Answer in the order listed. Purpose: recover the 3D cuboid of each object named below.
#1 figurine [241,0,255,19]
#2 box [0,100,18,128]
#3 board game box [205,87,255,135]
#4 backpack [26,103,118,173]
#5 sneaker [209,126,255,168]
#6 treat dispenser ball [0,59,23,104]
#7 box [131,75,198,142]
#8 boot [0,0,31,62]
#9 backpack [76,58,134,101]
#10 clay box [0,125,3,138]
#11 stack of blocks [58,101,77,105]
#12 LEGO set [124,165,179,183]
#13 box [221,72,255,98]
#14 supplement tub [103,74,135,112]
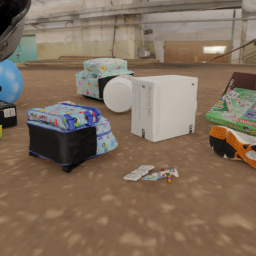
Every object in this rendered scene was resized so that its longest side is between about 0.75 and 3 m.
[{"bbox_3d":[4.057,-3.726,7.625,1.696,1.738,0.748,7,-27,22],"label":"figurine"},{"bbox_3d":[-4.691,-0.352,8.789,1.908,0.752,1.347,-16,25,-42],"label":"box"},{"bbox_3d":[3.751,-0.587,8.925,1.487,0.322,2.210,-44,31,-11],"label":"board game box"},{"bbox_3d":[-1.172,0.074,6.482,1.687,1.243,1.848,13,20,40],"label":"backpack"},{"bbox_3d":[2.729,0.442,6.435,0.847,0.697,1.842,-3,22,-36],"label":"sneaker"},{"bbox_3d":[-5.495,-1.888,11.589,2.173,2.173,2.173,0,16,0],"label":"treat dispenser ball"},{"bbox_3d":[1.043,-0.637,8.137,1.669,1.660,1.091,-11,19,-33],"label":"box"},{"bbox_3d":[-2.099,-1.778,4.717,0.918,2.632,1.732,33,-44,-31],"label":"boot"},{"bbox_3d":[-1.269,-2.370,13.670,2.634,2.019,2.315,5,21,45],"label":"backpack"},{"bbox_3d":[-3.902,0.245,7.479,0.794,0.329,1.382,-2,16,-8],"label":"clay box"},{"bbox_3d":[-2.465,-0.922,11.657,0.485,0.247,0.842,-15,22,-42],"label":"stack of blocks"},{"bbox_3d":[0.512,0.948,5.466,0.967,0.237,0.722,-2,12,37],"label":"LEGO set"},{"bbox_3d":[4.671,-1.053,9.660,1.018,1.360,2.716,26,0,-31],"label":"box"},{"bbox_3d":[-0.217,-1.405,11.285,1.364,1.364,1.886,2,16,8],"label":"supplement tub"}]
